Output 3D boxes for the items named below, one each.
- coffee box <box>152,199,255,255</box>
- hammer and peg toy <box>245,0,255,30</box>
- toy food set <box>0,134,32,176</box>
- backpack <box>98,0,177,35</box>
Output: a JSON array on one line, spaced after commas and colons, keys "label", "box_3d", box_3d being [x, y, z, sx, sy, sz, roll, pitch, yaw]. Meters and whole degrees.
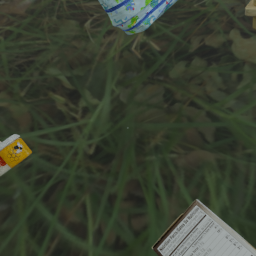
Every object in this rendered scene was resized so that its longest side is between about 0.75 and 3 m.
[{"label": "coffee box", "box_3d": [1.229, 1.671, 2.714, 0.731, 1.049, 1.834, -46, 48, -6]}, {"label": "hammer and peg toy", "box_3d": [3.033, -2.053, 4.267, 1.995, 0.704, 1.467, 17, 53, 34]}, {"label": "toy food set", "box_3d": [-2.726, 0.678, 4.211, 2.332, 1.113, 1.049, -39, 99, -12]}, {"label": "backpack", "box_3d": [0.360, -3.171, 6.321, 2.181, 1.677, 1.779, -37, 31, -31]}]
